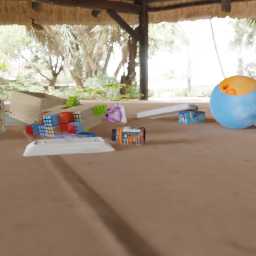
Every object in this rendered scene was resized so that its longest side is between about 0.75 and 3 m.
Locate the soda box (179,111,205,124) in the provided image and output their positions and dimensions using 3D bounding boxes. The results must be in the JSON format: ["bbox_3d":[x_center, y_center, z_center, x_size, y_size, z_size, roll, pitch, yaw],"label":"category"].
[{"bbox_3d":[3.148,-0.539,13.712,1.565,0.531,0.502,-6,10,-44],"label":"soda box"}]

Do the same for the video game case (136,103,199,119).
[{"bbox_3d":[2.040,-0.827,14.062,2.584,0.285,2.352,-9,-3,25],"label":"video game case"}]

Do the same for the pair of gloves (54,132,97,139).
[{"bbox_3d":[-1.653,0.268,8.929,1.038,0.147,1.291,6,9,32],"label":"pair of gloves"}]

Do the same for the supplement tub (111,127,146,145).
[{"bbox_3d":[0.007,0.215,7.918,0.944,0.505,0.505,1,7,11],"label":"supplement tub"}]

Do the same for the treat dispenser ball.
[{"bbox_3d":[4.451,-1.065,11.404,2.186,2.186,2.186,0,7,0],"label":"treat dispenser ball"}]

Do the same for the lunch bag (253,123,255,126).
[{"bbox_3d":[5.815,-0.405,12.319,0.821,0.618,0.386,-3,7,-24],"label":"lunch bag"}]

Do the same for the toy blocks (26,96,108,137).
[{"bbox_3d":[-2.263,-0.265,9.624,2.656,1.327,1.815,2,18,33],"label":"toy blocks"}]

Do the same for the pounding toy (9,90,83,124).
[{"bbox_3d":[-3.093,-0.643,12.084,2.875,1.316,2.526,17,11,29],"label":"pounding toy"}]

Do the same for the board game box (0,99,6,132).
[{"bbox_3d":[-5.336,-0.332,9.353,1.237,1.215,2.359,1,7,8],"label":"board game box"}]

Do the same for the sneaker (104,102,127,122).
[{"bbox_3d":[-0.712,-0.769,14.300,1.049,0.954,2.372,-9,9,-7],"label":"sneaker"}]

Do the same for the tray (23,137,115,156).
[{"bbox_3d":[-1.505,0.436,7.209,2.166,0.240,1.163,-2,6,-16],"label":"tray"}]

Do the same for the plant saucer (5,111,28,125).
[{"bbox_3d":[-5.508,-0.523,13.495,2.278,0.572,2.278,0,7,0],"label":"plant saucer"}]
